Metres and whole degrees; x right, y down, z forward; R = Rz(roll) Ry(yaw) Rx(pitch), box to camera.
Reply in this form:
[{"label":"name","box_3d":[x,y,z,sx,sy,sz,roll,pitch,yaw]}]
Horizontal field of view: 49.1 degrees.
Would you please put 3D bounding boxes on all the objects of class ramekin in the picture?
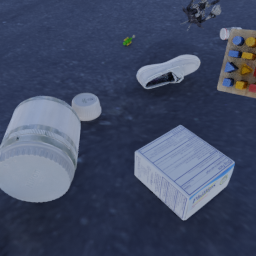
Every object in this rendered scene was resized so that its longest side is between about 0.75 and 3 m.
[{"label":"ramekin","box_3d":[-1.355,-0.716,8.998,0.961,0.504,0.961,0,40,0]}]

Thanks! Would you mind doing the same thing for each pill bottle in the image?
[{"label":"pill bottle","box_3d":[4.969,-4.570,13.496,0.922,0.525,0.525,-9,41,-12]}]

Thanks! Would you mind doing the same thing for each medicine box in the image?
[{"label":"medicine box","box_3d":[1.287,0.977,6.704,1.586,0.896,1.741,-27,48,-28]}]

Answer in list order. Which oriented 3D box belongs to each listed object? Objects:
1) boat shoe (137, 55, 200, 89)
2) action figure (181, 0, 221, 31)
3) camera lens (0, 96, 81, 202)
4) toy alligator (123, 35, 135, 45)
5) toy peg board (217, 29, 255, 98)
[{"label":"boat shoe","box_3d":[1.593,-2.008,10.276,2.495,0.898,0.855,-12,52,-15]},{"label":"action figure","box_3d":[2.819,-4.556,10.274,1.225,2.060,1.051,39,0,-8]},{"label":"camera lens","box_3d":[-2.056,0.418,6.710,1.732,1.732,2.165,-3,40,-3]},{"label":"toy alligator","box_3d":[0.010,-4.102,13.165,0.273,0.298,1.006,-21,21,44]},{"label":"toy peg board","box_3d":[2.900,-1.465,6.462,1.525,1.531,0.749,18,19,30]}]
